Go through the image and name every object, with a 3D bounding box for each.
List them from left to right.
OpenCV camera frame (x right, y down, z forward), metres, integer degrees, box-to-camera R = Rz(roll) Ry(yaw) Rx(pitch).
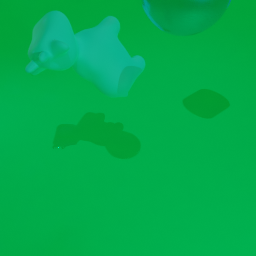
[{"bbox_3d":[-0.590,-0.992,4.171,0.913,1.664,1.637,-19,30,43],"label":"cow figurine"},{"bbox_3d":[0.528,-1.283,2.560,0.845,0.845,0.845,0,41,0],"label":"ball"}]
